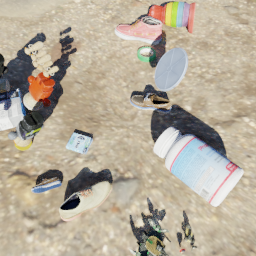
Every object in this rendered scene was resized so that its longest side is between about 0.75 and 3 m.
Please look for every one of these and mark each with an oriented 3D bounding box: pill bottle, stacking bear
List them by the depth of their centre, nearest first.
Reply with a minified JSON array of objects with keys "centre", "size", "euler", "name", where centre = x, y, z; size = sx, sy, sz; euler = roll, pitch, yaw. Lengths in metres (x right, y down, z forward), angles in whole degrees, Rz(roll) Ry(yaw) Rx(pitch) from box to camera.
[{"centre":[2.194,1.143,9.141],"size":[2.686,1.461,1.461],"euler":[38,62,25],"name":"pill bottle"},{"centre":[2.254,-5.865,14.581],"size":[2.368,1.347,1.438],"euler":[6,53,11],"name":"stacking bear"}]

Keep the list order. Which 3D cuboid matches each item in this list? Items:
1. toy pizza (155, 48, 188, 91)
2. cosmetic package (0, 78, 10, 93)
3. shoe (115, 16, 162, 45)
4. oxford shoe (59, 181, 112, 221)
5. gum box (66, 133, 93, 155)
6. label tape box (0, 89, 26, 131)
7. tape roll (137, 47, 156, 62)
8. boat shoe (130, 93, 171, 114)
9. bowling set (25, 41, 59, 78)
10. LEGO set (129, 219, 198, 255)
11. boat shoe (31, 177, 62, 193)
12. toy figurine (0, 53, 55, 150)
[{"centre":[1.522,-2.017,9.747],"size":[0.250,1.579,1.579],"euler":[17,44,-34],"name":"toy pizza"},{"centre":[-5.759,-1.635,11.834],"size":[1.362,0.484,0.716],"euler":[-9,54,-7],"name":"cosmetic package"},{"centre":[0.517,-5.017,13.962],"size":[2.477,1.127,0.885],"euler":[17,55,12],"name":"shoe"},{"centre":[-1.294,2.216,8.817],"size":[1.880,0.694,0.665],"euler":[-34,60,-23],"name":"oxford shoe"},{"centre":[-1.797,0.571,10.378],"size":[0.777,0.173,0.660],"euler":[15,55,11],"name":"gum box"},{"centre":[-5.125,-0.618,10.965],"size":[2.036,0.673,1.459],"euler":[-14,54,-12],"name":"label tape box"},{"centre":[0.896,-3.529,13.424],"size":[0.901,0.217,0.901],"euler":[0,53,0],"name":"tape roll"},{"centre":[0.929,-1.110,11.353],"size":[1.720,0.622,0.621],"euler":[12,54,9],"name":"boat shoe"},{"centre":[-3.183,-2.430,10.303],"size":[0.694,0.900,1.294],"euler":[-34,101,-15],"name":"bowling set"},{"centre":[0.979,3.401,8.155],"size":[2.007,0.569,1.303],"euler":[11,55,-8],"name":"LEGO set"},{"centre":[-2.726,1.887,9.320],"size":[0.972,0.351,0.352],"euler":[-11,49,-20],"name":"boat shoe"},{"centre":[-4.267,-0.885,9.951],"size":[2.872,1.998,2.827],"euler":[20,53,-27],"name":"toy figurine"}]
